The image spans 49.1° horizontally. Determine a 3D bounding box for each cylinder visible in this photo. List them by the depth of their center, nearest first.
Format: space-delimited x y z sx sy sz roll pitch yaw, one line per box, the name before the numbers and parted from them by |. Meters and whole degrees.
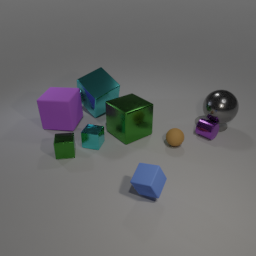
cylinder | 3.212 0.033 11.333 0.700 0.700 0.700 26 39 37

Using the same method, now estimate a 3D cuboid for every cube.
cube | 0.613 1.529 8.200 0.700 0.700 0.700 4 51 35
cube | -2.312 0.651 10.278 0.700 0.700 0.700 -4 30 -7
cube | -1.347 0.339 10.815 0.700 0.700 0.700 8 30 13
cube | 0.050 -0.409 11.397 1.400 1.400 1.400 -21 36 -32
cube | -2.872 -0.844 12.075 1.400 1.400 1.400 3 31 9
cube | -1.366 -1.626 12.828 1.400 1.400 1.400 -34 67 -26

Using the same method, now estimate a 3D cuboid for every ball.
ball | 1.795 0.350 10.690 0.700 0.700 0.700 0 30 0
ball | 3.770 -0.862 11.428 1.400 1.400 1.400 0 30 0
